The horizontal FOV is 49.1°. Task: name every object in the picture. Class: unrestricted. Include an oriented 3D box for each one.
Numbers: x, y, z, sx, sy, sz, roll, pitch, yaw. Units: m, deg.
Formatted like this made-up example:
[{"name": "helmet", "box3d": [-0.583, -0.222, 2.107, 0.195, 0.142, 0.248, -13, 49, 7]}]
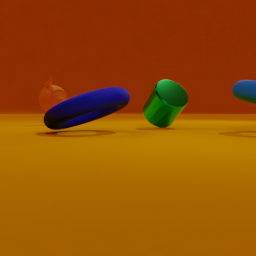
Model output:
[{"name": "teapot", "box3d": [-2.576, -1.054, 9.848, 0.794, 1.622, 1.009, 10, 34, 44]}, {"name": "ring", "box3d": [-0.893, -0.414, 6.228, 1.969, 0.394, 1.969, -19, -3, -1]}, {"name": "ring", "box3d": [3.245, -0.598, 5.878, 2.056, 0.411, 2.056, 14, 10, -2]}, {"name": "cylinder", "box3d": [1.042, -0.677, 7.921, 0.992, 0.992, 0.992, -1, -34, -23]}]
